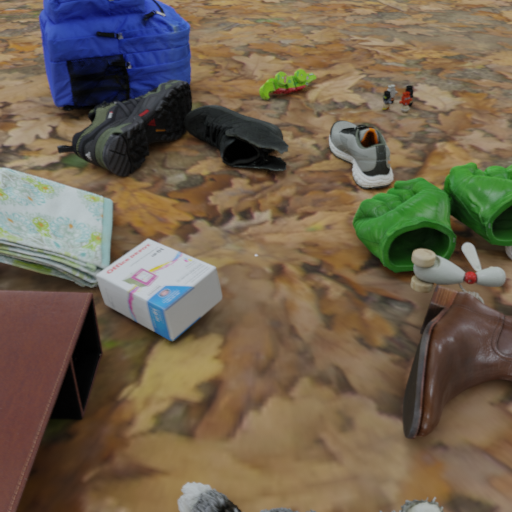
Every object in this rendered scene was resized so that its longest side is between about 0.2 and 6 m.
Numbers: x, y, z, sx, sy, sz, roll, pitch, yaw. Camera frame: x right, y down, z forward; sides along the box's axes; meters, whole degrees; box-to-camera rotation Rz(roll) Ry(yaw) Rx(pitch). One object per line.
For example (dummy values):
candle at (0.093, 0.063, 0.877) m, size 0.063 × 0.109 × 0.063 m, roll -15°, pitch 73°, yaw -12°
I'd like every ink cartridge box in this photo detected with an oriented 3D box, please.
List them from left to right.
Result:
ink cartridge box at (-1.290, 0.407, 7.416) m, size 1.351 × 0.572 × 0.977 m, roll 20°, pitch 44°, yaw 35°

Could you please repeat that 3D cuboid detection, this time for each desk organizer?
desk organizer at (-2.470, 1.663, 5.516) m, size 1.179 × 1.098 × 3.063 m, roll 2°, pitch 36°, yaw -2°

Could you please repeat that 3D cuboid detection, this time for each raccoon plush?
raccoon plush at (0.546, 2.282, 4.770) m, size 1.512 × 1.092 × 2.257 m, roll -18°, pitch 39°, yaw -36°

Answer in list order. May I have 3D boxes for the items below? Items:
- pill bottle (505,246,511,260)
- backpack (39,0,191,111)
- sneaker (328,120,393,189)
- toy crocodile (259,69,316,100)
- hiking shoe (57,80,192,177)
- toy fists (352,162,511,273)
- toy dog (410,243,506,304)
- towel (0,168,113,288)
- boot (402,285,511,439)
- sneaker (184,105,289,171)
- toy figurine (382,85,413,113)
pill bottle at (4.265, -0.224, 8.659) m, size 0.814 × 0.451 × 0.451 m, roll -24°, pitch 42°, yaw -31°
backpack at (-3.264, -5.100, 13.427) m, size 3.439 × 2.886 × 2.795 m, roll -9°, pitch 42°, yaw -20°
sneaker at (2.090, -2.224, 11.035) m, size 0.874 × 0.937 × 2.364 m, roll -9°, pitch 35°, yaw -9°
toy crocodile at (0.824, -4.421, 14.447) m, size 1.738 × 0.537 × 0.587 m, roll -20°, pitch 5°, yaw -33°
hiking shoe at (-2.599, -2.925, 11.702) m, size 1.682 × 1.265 × 3.340 m, roll 17°, pitch 40°, yaw 17°
toy fists at (2.951, -0.716, 8.611) m, size 2.928 × 1.007 × 1.492 m, roll -16°, pitch 26°, yaw -1°
toy dog at (2.614, 0.178, 7.498) m, size 1.209 × 0.798 × 0.582 m, roll 22°, pitch 36°, yaw -1°
towel at (-3.080, -0.493, 8.334) m, size 1.815 × 0.511 × 2.121 m, roll 19°, pitch 30°, yaw -24°
boot at (3.114, 1.415, 6.163) m, size 2.683 × 0.862 × 2.500 m, roll 18°, pitch 41°, yaw 16°
sneaker at (-0.478, -2.362, 11.320) m, size 2.662 × 0.799 × 1.388 m, roll 16°, pitch 34°, yaw 15°
toy figurine at (3.462, -3.827, 13.667) m, size 0.711 × 0.503 × 0.723 m, roll 8°, pitch 38°, yaw 20°
